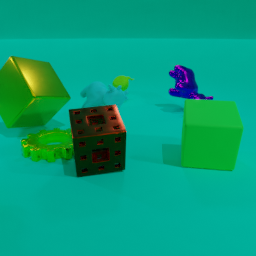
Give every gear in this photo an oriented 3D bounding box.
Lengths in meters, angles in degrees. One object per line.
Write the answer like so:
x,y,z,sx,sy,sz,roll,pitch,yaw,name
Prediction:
-1.784,0.374,6.791,1.501,0.278,1.501,0,20,0,gear

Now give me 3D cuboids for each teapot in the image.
-0.230,-1.734,11.046,1.077,0.527,0.670,-37,48,-5,teapot

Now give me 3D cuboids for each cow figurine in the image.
2.198,-1.346,9.713,1.557,1.582,0.868,10,-21,-19,cow figurine
-0.760,-1.031,8.882,0.869,1.558,1.583,32,29,-41,cow figurine

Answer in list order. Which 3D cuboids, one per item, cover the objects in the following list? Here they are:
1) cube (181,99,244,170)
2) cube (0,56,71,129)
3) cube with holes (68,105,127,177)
1.720,0.117,5.971,1.084,1.084,1.084,4,33,9,cube
-2.727,-0.952,7.748,1.365,1.365,1.365,-39,-15,26,cube
-0.632,0.237,5.702,0.983,0.983,0.983,-7,37,-12,cube with holes
